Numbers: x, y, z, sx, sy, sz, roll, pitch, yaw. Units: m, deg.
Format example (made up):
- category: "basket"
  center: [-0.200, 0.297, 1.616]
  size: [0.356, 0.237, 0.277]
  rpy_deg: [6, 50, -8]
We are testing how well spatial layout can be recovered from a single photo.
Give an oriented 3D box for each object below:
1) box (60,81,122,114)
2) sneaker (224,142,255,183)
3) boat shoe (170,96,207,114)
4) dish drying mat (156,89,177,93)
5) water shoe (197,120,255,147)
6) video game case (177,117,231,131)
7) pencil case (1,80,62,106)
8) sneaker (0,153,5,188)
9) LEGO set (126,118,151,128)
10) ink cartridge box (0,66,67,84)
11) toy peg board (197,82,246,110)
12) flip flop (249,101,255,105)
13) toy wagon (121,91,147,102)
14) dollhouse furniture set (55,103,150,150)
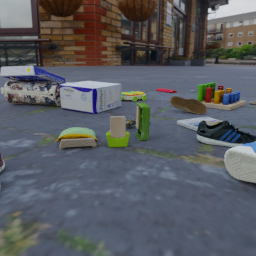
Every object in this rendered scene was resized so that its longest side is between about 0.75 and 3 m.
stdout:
- category: "box"
  center: [-1.534, -1.354, 11.846]
  size: [1.813, 1.034, 1.972]
  rpy_deg: [11, 18, 32]
- category: "sneaker"
  center: [2.902, 0.676, 4.702]
  size: [1.285, 0.887, 2.310]
  rpy_deg: [-16, 13, -21]
- category: "boat shoe"
  center: [2.400, -0.890, 11.092]
  size: [1.465, 0.522, 0.473]
  rpy_deg: [21, -8, 17]
- category: "dish drying mat"
  center: [2.294, -2.255, 16.890]
  size: [0.526, 0.125, 1.370]
  rpy_deg: [-12, 19, -33]
- category: "water shoe"
  center: [2.593, 0.130, 7.198]
  size: [1.593, 0.629, 0.569]
  rpy_deg: [4, 16, 13]
- category: "video game case"
  center: [2.468, -0.121, 9.054]
  size: [1.312, 0.145, 1.194]
  rpy_deg: [-7, 17, -26]
- category: "pencil case"
  center: [-4.153, -1.551, 12.470]
  size: [2.750, 1.070, 1.230]
  rpy_deg: [4, -6, 13]
- category: "sneaker"
  center: [-2.650, 0.499, 4.896]
  size: [0.739, 1.129, 1.954]
  rpy_deg: [-5, 16, -18]
- category: "LEGO set"
  center: [0.164, -0.124, 8.970]
  size: [1.137, 0.322, 0.738]
  rpy_deg: [9, 14, -16]
- category: "ink cartridge box"
  center: [-3.976, -2.320, 12.680]
  size: [2.380, 0.559, 2.352]
  rpy_deg: [2, -3, 21]
- category: "toy peg board"
  center: [4.080, -1.490, 12.584]
  size: [1.877, 0.922, 1.884]
  rpy_deg: [13, 20, 40]
- category: "flip flop"
  center: [6.077, -1.203, 12.697]
  size: [1.056, 0.304, 0.428]
  rpy_deg: [4, 16, 14]
- category: "toy wagon"
  center: [0.062, -1.570, 13.985]
  size: [1.686, 0.334, 1.308]
  rpy_deg: [-10, 18, -34]
- category: "dollhouse furniture set"
  center: [-0.664, -0.108, 7.457]
  size: [2.479, 0.957, 1.239]
  rpy_deg: [-2, 15, -9]
